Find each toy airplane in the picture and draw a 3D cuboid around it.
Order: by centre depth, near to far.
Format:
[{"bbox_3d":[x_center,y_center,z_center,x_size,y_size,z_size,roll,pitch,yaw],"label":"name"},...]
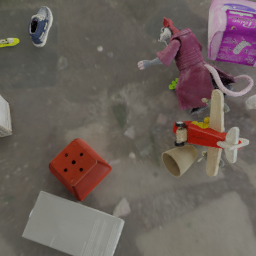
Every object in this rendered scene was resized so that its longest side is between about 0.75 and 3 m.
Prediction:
[{"bbox_3d":[2.371,0.172,7.730,1.367,1.937,1.928,-23,73,-46],"label":"toy airplane"}]

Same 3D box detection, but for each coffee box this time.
[{"bbox_3d":[-4.481,-0.544,7.462,1.642,2.870,1.144,-12,73,-4],"label":"coffee box"}]

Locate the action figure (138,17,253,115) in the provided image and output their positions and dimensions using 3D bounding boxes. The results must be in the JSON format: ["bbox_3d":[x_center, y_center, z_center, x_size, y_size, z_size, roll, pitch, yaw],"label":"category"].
[{"bbox_3d":[1.789,-1.913,8.207,1.993,2.215,2.975,-34,103,-27],"label":"action figure"}]

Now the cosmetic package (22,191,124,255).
[{"bbox_3d":[-1.398,2.653,7.454,2.342,1.056,1.251,19,73,9],"label":"cosmetic package"}]

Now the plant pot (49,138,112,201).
[{"bbox_3d":[-1.407,1.075,7.839,1.359,1.198,1.358,42,78,12],"label":"plant pot"}]

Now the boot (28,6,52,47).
[{"bbox_3d":[-2.999,-3.645,9.575,0.585,0.726,1.607,1,72,0],"label":"boot"}]

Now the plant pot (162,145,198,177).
[{"bbox_3d":[1.586,0.872,8.177,0.876,0.821,0.821,-28,74,-21],"label":"plant pot"}]

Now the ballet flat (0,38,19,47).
[{"bbox_3d":[-4.150,-2.950,9.601,0.783,0.263,0.262,-13,73,-4],"label":"ballet flat"}]

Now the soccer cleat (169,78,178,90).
[{"bbox_3d":[1.828,-1.539,9.111,1.055,0.428,0.356,-36,53,10],"label":"soccer cleat"}]

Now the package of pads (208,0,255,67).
[{"bbox_3d":[3.373,-3.119,8.793,1.647,1.034,2.734,10,46,7],"label":"package of pads"}]

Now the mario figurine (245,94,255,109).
[{"bbox_3d":[4.711,-0.842,8.729,1.635,1.404,2.649,5,56,39],"label":"mario figurine"}]
